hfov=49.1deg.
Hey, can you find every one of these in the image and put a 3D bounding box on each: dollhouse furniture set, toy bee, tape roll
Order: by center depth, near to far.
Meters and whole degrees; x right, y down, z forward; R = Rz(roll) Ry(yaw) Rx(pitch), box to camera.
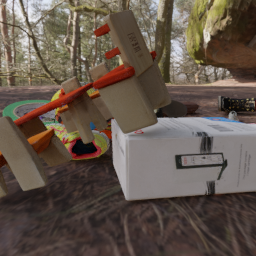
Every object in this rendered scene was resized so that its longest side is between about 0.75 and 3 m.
[{"bbox_3d":[-0.934,-0.524,4.721,2.962,1.543,2.995,-18,17,31],"label":"dollhouse furniture set"},{"bbox_3d":[-1.361,-0.432,7.706,1.752,1.454,2.676,-28,-26,35],"label":"toy bee"},{"bbox_3d":[-2.728,-0.284,8.762,2.174,0.523,2.174,7,24,-3],"label":"tape roll"}]

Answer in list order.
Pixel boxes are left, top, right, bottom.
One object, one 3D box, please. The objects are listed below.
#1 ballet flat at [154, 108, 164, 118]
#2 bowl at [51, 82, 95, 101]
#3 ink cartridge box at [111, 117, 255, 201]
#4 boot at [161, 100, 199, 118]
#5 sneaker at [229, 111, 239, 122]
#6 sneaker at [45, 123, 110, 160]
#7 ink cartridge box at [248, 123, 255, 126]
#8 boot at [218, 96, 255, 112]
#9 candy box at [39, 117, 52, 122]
[{"bbox_3d":[0.410,-0.440,9.949,0.902,0.907,2.652,7,13,33],"label":"ballet flat"},{"bbox_3d":[-2.512,-1.484,13.789,2.805,1.510,2.805,-1,11,0],"label":"bowl"},{"bbox_3d":[1.007,0.423,5.111,2.466,1.039,1.800,-2,11,-9],"label":"ink cartridge box"},{"bbox_3d":[2.621,-0.901,12.906,2.423,0.778,2.258,-3,9,-34],"label":"boot"},{"bbox_3d":[4.240,-0.463,11.224,0.384,0.467,1.016,5,12,22],"label":"sneaker"},{"bbox_3d":[-1.401,0.348,6.351,1.933,0.755,0.873,0,13,-1],"label":"sneaker"},{"bbox_3d":[3.988,0.114,8.498,0.643,0.374,0.883,-7,15,-30],"label":"ink cartridge box"},{"bbox_3d":[5.106,-1.094,13.083,1.560,0.758,2.072,1,-5,31],"label":"boot"},{"bbox_3d":[-3.491,-0.198,9.843,1.309,0.468,1.098,2,11,5],"label":"candy box"}]
